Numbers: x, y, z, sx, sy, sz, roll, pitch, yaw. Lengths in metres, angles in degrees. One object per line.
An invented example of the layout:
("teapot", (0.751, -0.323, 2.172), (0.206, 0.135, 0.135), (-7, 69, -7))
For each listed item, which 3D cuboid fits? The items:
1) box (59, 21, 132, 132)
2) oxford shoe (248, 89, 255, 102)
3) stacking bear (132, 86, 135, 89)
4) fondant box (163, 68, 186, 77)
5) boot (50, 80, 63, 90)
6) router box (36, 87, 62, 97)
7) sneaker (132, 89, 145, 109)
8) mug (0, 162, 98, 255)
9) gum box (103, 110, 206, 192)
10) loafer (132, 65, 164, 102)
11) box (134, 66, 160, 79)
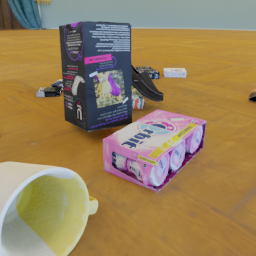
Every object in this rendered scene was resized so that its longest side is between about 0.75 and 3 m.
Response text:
("box", (-0.942, -1.531, 8.203), (1.521, 2.868, 1.753), (-10, 18, -32))
("oxford shoe", (5.469, -1.084, 10.796), (1.566, 0.558, 0.571), (14, 45, 41))
("stacking bear", (-0.001, -1.761, 11.841), (1.591, 0.905, 0.966), (-18, 29, -25))
("fondant box", (2.513, -2.988, 15.113), (1.149, 0.335, 0.829), (1, 24, 4))
("boot", (-2.793, -1.875, 12.577), (1.358, 0.494, 0.614), (3, 31, 26))
("router box", (-3.370, -1.556, 12.032), (0.960, 0.245, 0.716), (-1, 24, -3))
("sneaker", (0.143, -1.151, 10.762), (0.723, 0.544, 1.546), (0, 26, -14))
("mug", (-1.624, 1.350, 4.620), (1.575, 1.918, 1.536), (9, 57, 39))
("gum box", (0.689, 0.427, 6.864), (1.476, 0.860, 2.601), (17, 29, 33))
("loafer", (0.537, -1.743, 10.335), (2.094, 0.747, 0.764), (36, 18, -2))
("box", (0.802, -2.945, 14.981), (1.305, 0.355, 1.630), (-7, 25, -16))
